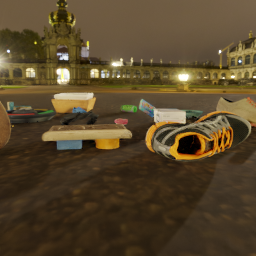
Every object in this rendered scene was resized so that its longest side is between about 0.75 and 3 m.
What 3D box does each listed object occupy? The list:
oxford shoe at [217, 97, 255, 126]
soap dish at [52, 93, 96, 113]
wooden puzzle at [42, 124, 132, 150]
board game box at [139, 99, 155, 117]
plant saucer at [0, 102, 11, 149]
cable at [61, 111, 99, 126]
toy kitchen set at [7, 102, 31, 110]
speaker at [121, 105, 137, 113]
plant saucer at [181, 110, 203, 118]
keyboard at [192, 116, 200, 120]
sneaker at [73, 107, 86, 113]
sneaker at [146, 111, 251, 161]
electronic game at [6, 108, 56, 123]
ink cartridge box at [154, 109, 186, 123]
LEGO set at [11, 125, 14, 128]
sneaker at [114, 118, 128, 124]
[{"bbox_3d":[4.944,-0.677,11.351,2.955,1.105,1.041,13,12,39],"label":"oxford shoe"},{"bbox_3d":[-3.177,-1.538,16.941,2.137,1.103,2.716,0,9,2],"label":"soap dish"},{"bbox_3d":[-1.125,0.233,7.916,2.207,0.552,2.383,-1,4,-7],"label":"wooden puzzle"},{"bbox_3d":[0.960,-0.983,13.902,0.850,0.191,0.646,33,39,-16],"label":"board game box"},{"bbox_3d":[-3.807,-0.239,5.858,2.588,2.588,0.446,1,40,9],"label":"plant saucer"},{"bbox_3d":[-1.512,-0.185,9.093,1.226,0.311,1.000,-15,-29,1],"label":"cable"},{"bbox_3d":[-6.507,-1.272,16.806,0.843,0.620,1.053,6,12,34],"label":"toy kitchen set"},{"bbox_3d":[0.048,-1.144,16.655,0.971,0.429,0.429,7,11,35],"label":"speaker"},{"bbox_3d":[3.060,-0.731,14.512,1.589,0.286,1.589,1,9,0],"label":"plant saucer"},{"bbox_3d":[3.225,-0.411,13.142,0.503,0.191,0.966,23,7,-4],"label":"keyboard"},{"bbox_3d":[-2.587,-0.918,15.179,1.172,0.459,0.386,9,11,39],"label":"sneaker"},{"bbox_3d":[1.778,0.276,6.444,2.624,1.027,1.013,-10,18,-16],"label":"sneaker"},{"bbox_3d":[-4.807,-0.654,13.083,2.798,0.582,2.798,0,9,0],"label":"electronic game"},{"bbox_3d":[1.764,-0.440,11.694,1.036,0.606,1.786,-1,9,-6],"label":"ink cartridge box"},{"bbox_3d":[-3.698,0.064,7.065,1.167,0.879,1.518,-1,1,-1],"label":"LEGO set"},{"bbox_3d":[-0.356,-0.263,11.653,0.343,0.289,0.784,5,7,34],"label":"sneaker"}]
